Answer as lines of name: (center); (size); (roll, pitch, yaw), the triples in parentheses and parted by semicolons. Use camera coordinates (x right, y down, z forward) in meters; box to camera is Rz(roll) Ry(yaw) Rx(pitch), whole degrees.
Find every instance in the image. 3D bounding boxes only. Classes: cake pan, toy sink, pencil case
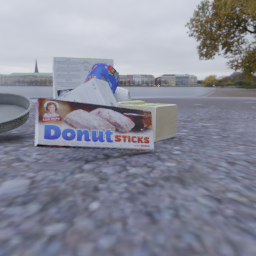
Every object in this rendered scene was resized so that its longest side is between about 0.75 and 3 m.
cake pan: (-3.328, -0.376, 6.898); (1.925, 0.353, 1.925); (2, 29, -1)
toy sink: (0.302, -0.233, 7.203); (1.611, 0.903, 1.050); (6, 10, 38)
pencil case: (-0.974, -1.087, 9.101); (1.096, 1.220, 2.810); (-24, 30, 22)

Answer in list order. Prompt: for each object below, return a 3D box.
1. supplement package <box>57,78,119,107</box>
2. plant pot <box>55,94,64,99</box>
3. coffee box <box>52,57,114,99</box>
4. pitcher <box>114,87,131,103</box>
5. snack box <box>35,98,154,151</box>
supplement package: (-1.001, -0.402, 6.088); (1.370, 0.750, 0.779); (-26, -6, 18)
plant pot: (-2.325, -0.469, 8.842); (0.809, 0.807, 0.824); (-26, 7, 34)
coffee box: (-2.160, -1.895, 13.075); (2.592, 2.563, 2.588); (-3, 8, -16)
pitcher: (-1.000, -0.867, 10.658); (2.126, 1.289, 1.823); (-6, 9, 8)
snack box: (-0.514, -0.015, 4.979); (2.165, 0.778, 0.263); (5, -15, -29)
